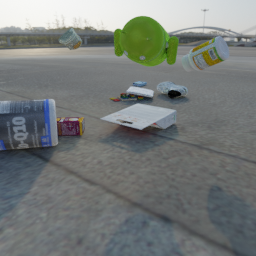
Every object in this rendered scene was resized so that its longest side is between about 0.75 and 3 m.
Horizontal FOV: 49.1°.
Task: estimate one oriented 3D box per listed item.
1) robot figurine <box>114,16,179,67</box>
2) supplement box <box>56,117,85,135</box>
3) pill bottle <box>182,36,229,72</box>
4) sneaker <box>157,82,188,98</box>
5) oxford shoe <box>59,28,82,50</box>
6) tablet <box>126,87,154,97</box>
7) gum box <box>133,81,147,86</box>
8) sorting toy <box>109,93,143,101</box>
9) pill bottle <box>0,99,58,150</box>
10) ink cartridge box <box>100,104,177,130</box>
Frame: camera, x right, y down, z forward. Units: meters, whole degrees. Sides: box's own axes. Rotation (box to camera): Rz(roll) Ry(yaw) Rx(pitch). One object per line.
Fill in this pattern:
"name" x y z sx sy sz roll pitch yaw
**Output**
"robot figurine" 0.694 -3.234 10.602 2.495 1.645 2.843 16 11 16
"supplement box" -2.271 -0.074 10.918 1.084 0.559 0.709 -1 19 -2
"pill bottle" 3.106 -2.923 11.413 1.736 0.964 0.964 -17 3 43
"sneaker" 2.501 -2.358 17.211 2.116 0.798 1.217 16 23 34
"oxford shoe" -2.413 -3.716 11.807 0.834 0.641 2.218 -45 31 3
"tablet" 0.797 -2.274 17.390 1.589 0.167 2.443 11 16 3
"gum box" 0.886 -3.319 20.976 0.705 0.185 0.830 14 23 34
"sorting toy" -0.116 -1.882 16.569 1.926 0.326 0.928 -7 20 -18
"pill bottle" -3.860 -0.099 9.332 2.872 1.634 1.634 -4 19 -14
"ink cartridge box" 0.484 -0.312 11.684 2.110 0.657 2.622 14 28 35
